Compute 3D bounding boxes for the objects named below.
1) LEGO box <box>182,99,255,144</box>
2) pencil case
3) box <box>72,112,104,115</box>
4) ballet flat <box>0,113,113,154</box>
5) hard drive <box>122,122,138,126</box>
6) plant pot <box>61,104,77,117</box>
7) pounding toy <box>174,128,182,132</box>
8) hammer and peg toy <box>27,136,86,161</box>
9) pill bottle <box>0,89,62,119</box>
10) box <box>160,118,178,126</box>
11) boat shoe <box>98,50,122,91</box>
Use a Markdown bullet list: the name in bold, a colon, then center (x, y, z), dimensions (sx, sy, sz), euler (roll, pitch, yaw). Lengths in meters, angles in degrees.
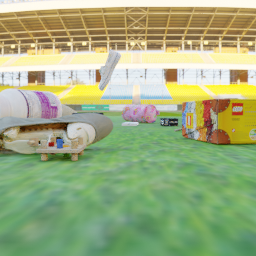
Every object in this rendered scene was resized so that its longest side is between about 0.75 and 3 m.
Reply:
- **LEGO box**: center (2.579, -0.174, 6.194), dimensions (2.276, 0.878, 1.695), euler (-1, 3, -12)
- **pencil case**: center (0.712, -0.900, 17.250), dimensions (1.173, 1.173, 2.683), euler (-2, 3, -33)
- **box**: center (-1.587, -0.307, 11.233), dimensions (1.077, 0.632, 1.059), euler (-1, 3, 5)
- **ballet flat**: center (-1.098, 0.152, 4.308), dimensions (1.912, 0.644, 0.609), euler (-2, 31, -20)
- **hard drive**: center (0.118, -0.193, 13.660), dimensions (0.700, 0.142, 1.061), euler (0, 3, 7)
- **plant pot**: center (-3.510, -0.726, 16.059), dimensions (1.243, 1.164, 1.164), euler (14, 8, 21)
- **pounding toy**: center (2.072, -0.022, 8.760), dimensions (0.782, 0.470, 1.014), euler (-16, -17, -39)
- **hammer and peg toy**: center (-0.975, 0.272, 3.704), dimensions (0.770, 0.272, 0.566), euler (0, 5, 1)
- **pill bottle**: center (-3.529, -0.585, 9.388), dimensions (1.401, 1.401, 2.496), euler (2, 4, 29)
- **box**: center (1.919, -0.281, 13.142), dimensions (0.697, 0.366, 0.851), euler (0, 3, -3)
- **boat shoe**: center (-0.939, -2.478, 11.971), dimensions (0.597, 1.788, 0.657), euler (25, 6, -18)
